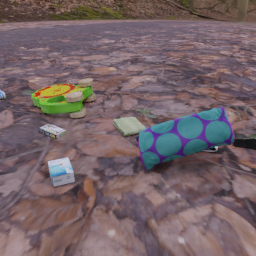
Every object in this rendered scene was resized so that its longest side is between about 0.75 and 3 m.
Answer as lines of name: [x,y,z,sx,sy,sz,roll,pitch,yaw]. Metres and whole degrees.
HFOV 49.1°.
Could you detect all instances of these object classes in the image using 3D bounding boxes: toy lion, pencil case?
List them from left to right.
toy lion: [-2.914,-1.324,12.041,2.724,0.976,2.842,-4,26,9]
pencil case: [1.527,0.288,7.666,2.556,1.181,1.088,-17,49,3]

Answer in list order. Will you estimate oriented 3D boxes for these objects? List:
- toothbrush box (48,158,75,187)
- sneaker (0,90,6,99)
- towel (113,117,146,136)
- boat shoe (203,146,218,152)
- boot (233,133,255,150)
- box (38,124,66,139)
toothbrush box: [-1.790,1.164,7.495,0.571,0.332,0.780,-9,27,-19]
sneaker: [-6.064,-1.571,12.941,1.043,0.386,0.429,22,36,39]
towel: [0.033,-0.092,10.129,0.939,0.231,1.266,-11,28,-19]
boat shoe: [2.231,0.492,8.754,1.127,0.415,0.368,7,24,17]
boot: [3.945,0.373,9.076,0.998,0.387,0.691,11,23,19]
box: [-2.656,0.109,9.806,0.899,0.156,0.494,18,32,32]
